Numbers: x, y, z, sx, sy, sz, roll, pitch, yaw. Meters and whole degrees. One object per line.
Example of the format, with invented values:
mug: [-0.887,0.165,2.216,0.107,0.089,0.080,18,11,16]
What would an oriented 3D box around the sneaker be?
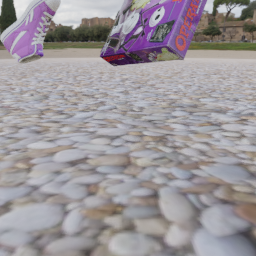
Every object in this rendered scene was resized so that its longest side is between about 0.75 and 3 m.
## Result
sneaker: [-2.977,-3.234,9.487,2.576,1.469,0.934,-39,-10,16]

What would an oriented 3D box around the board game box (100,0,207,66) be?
board game box: [0.663,-2.367,4.352,0.471,2.917,1.751,29,-10,-39]
